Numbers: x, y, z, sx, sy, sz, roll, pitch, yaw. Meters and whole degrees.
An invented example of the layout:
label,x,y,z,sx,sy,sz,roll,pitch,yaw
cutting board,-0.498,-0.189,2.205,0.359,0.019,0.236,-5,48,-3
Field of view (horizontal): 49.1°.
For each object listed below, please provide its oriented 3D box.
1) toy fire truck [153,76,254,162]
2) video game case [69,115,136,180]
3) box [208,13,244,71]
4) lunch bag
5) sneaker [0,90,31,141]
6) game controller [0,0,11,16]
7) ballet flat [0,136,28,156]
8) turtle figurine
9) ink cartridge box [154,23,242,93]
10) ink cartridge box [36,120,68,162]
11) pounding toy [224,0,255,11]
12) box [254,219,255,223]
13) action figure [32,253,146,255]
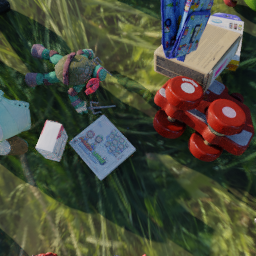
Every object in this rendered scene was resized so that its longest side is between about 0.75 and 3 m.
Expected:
label,x,y,z,sx,sy,sz,roll,pitch,yaw
toy fire truck,2.075,-0.572,7.313,2.660,1.492,2.234,33,53,14
video game case,-0.688,0.492,7.511,1.230,0.160,1.352,-40,75,-13
box,2.875,-2.671,8.519,1.079,0.376,1.813,13,69,5
lunch bag,1.034,-2.024,5.053,0.775,1.648,1.240,18,30,24
sneaker,-3.333,-0.734,7.293,1.243,0.776,2.108,-22,87,-52
game controller,-4.811,-3.301,8.037,1.550,0.626,2.971,12,40,15
ballet flat,-3.546,0.363,7.248,1.820,0.658,0.617,19,104,6
turtle figurine,-1.452,-1.514,7.693,2.576,1.297,1.929,13,71,11
ink cartridge box,1.852,-2.008,7.502,1.576,0.719,1.913,30,59,24
ink cartridge box,-1.890,0.354,7.102,0.428,1.034,0.757,14,72,2
pounding toy,3.675,-4.814,8.703,2.112,1.270,2.736,-30,111,-40
box,4.044,2.409,6.365,1.636,0.389,1.580,-32,84,6
action figure,-0.984,3.150,6.006,2.783,1.378,0.908,-1,70,2
